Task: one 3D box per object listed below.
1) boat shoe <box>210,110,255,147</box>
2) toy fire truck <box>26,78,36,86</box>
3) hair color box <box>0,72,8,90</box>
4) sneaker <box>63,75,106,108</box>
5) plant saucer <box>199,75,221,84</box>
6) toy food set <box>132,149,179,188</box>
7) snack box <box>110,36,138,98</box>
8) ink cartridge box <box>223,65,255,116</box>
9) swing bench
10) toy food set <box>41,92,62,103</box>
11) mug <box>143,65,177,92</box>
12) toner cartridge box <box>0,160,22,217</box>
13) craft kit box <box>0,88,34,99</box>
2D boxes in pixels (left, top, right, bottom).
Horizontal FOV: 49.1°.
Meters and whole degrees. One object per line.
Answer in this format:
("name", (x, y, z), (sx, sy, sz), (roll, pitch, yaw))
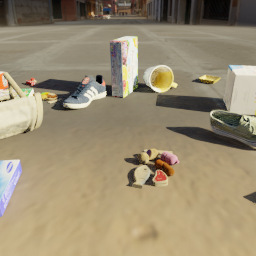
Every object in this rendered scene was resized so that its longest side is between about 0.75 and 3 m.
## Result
("boat shoe", (3.479, -0.006, 8.371), (2.272, 0.705, 0.818), (13, 64, 37))
("toy fire truck", (-4.923, -2.367, 14.380), (0.779, 0.190, 0.549), (21, 32, 38))
("hair color box", (-6.765, -1.868, 12.585), (1.330, 0.803, 2.621), (5, 26, 12))
("sneaker", (-1.821, -1.603, 11.717), (0.949, 1.070, 2.532), (12, 28, 24))
("plant saucer", (4.288, -2.533, 14.706), (0.893, 0.216, 0.893), (17, 30, 33))
("toy food set", (0.752, 0.931, 7.232), (1.140, 0.282, 1.793), (3, 25, 7))
("snack box", (-0.140, -2.776, 12.625), (0.638, 2.410, 1.714), (9, 27, 21))
("ink cartridge box", (5.171, -1.453, 10.777), (2.512, 1.573, 1.615), (3, 25, 9))
("swing bench", (-4.346, -0.427, 8.664), (2.519, 1.643, 2.533), (-21, 37, -38))
("toy food set", (-3.463, -1.394, 12.257), (1.136, 0.228, 0.784), (21, 32, 37))
("mug", (1.420, -2.295, 13.473), (1.234, 1.541, 1.265), (-40, 24, -6))
("toner cartridge box", (-3.019, 1.317, 6.315), (0.795, 0.361, 1.673), (-3, 25, -5))
("craft kit box", (-4.979, -1.165, 11.587), (1.840, 0.446, 1.817), (-4, 28, -8))
